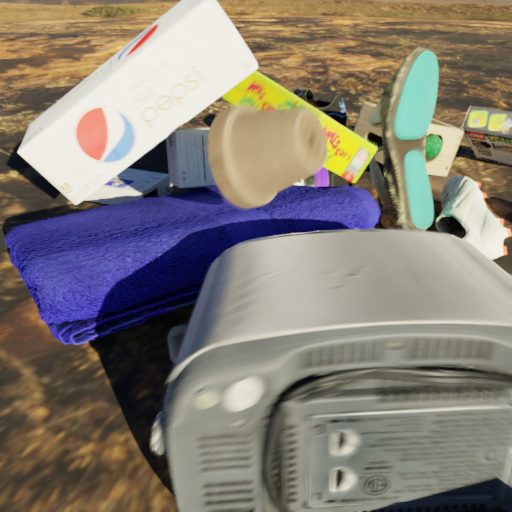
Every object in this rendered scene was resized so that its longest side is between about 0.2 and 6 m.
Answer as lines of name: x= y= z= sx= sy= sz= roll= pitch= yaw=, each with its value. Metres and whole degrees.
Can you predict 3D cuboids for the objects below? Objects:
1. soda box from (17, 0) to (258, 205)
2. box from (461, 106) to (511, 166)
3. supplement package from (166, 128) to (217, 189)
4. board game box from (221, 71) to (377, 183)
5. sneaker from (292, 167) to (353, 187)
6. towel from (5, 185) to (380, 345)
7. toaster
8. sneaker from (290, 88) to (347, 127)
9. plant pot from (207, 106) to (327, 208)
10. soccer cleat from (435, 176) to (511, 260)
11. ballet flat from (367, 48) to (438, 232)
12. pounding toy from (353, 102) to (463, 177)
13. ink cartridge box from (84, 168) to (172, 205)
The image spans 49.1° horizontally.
soda box: x=-1.588 y=-2.094 z=7.458 sx=3.149 sy=1.072 sz=1.002 roll=-34 pitch=34 yaw=12
box: x=5.616 y=-2.093 z=10.770 sx=2.932 sy=0.509 sz=1.613 roll=21 pitch=-2 yaw=34
supplement package: x=-0.596 y=-1.501 z=8.373 sx=1.351 sy=0.809 sz=0.819 roll=-8 pitch=15 yaw=-18
board game box: x=0.464 y=-1.988 z=7.971 sx=1.232 sy=0.578 sz=2.426 roll=17 pitch=21 yaw=-44
sneaker: x=0.902 y=-1.697 z=10.420 sx=1.511 sy=1.056 sz=3.038 roll=-6 pitch=36 yaw=-12
towel: x=-0.923 y=-0.162 z=7.440 sx=4.239 sy=1.050 sz=3.130 roll=-15 pitch=17 yaw=-25
toaster: x=0.954 y=0.899 z=4.487 sx=3.400 sy=1.932 sz=2.196 roll=-4 pitch=26 yaw=-1
sneaker: x=0.627 y=-3.404 z=13.358 sx=3.115 sy=1.213 sz=1.092 roll=9 pitch=30 yaw=16
plant pot: x=0.185 y=-1.132 z=5.965 sx=0.972 sy=1.115 sz=1.115 roll=-8 pitch=19 yaw=37
soccer cleat: x=3.167 y=-0.661 z=8.730 sx=0.864 sy=0.772 sz=2.228 roll=-2 pitch=31 yaw=1
ballet flat: x=2.150 y=-1.678 z=8.553 sx=0.932 sy=2.749 sz=1.035 roll=-9 pitch=12 yaw=-35
pounding toy: x=2.902 y=-2.073 z=11.075 sx=1.751 sy=1.352 sz=1.902 roll=0 pitch=27 yaw=-30
ink cartridge box: x=-2.684 y=-1.320 z=10.316 sx=2.054 sy=0.403 sz=1.022 roll=13 pitch=31 yaw=19
